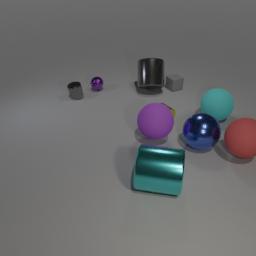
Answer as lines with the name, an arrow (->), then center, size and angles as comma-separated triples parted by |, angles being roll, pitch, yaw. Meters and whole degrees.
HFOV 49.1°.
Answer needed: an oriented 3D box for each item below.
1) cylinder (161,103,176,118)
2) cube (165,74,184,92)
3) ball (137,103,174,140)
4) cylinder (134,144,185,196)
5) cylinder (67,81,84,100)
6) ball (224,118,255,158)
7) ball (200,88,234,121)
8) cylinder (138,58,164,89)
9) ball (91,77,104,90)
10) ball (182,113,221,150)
cylinder -> 1.619, -0.664, 12.384 | 0.700, 0.700, 0.700 | -19, 37, -28
cube -> 2.532, -2.468, 15.289 | 0.700, 0.700, 0.700 | -16, 35, -23
ball -> 1.045, -0.260, 10.648 | 1.400, 1.400, 1.400 | 0, 32, 0
cylinder -> 0.976, 1.270, 8.602 | 1.400, 1.400, 1.400 | 6, 32, 9
cylinder -> -2.675, -1.903, 14.285 | 0.700, 0.700, 0.700 | -5, 41, 5
ball -> 4.077, 0.340, 9.723 | 1.400, 1.400, 1.400 | 0, 32, 0
ball -> 3.893, -1.022, 12.254 | 1.400, 1.400, 1.400 | 0, 32, 0
cylinder -> 1.213, -2.844, 14.771 | 1.400, 1.400, 1.400 | 0, 1, 0
ball -> -1.663, -2.413, 15.050 | 0.700, 0.700, 0.700 | 0, 32, 0
ball -> 2.740, 0.129, 10.447 | 1.400, 1.400, 1.400 | 0, 32, 0
